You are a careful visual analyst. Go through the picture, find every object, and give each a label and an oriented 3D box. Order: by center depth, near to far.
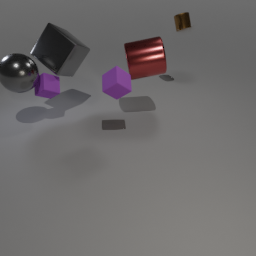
[{"bbox_3d":[-0.374,-1.487,9.289,0.700,0.700,0.700,-25,55,35],"label":"cube"},{"bbox_3d":[-3.916,-1.957,10.030,1.400,1.400,1.400,0,31,0],"label":"ball"},{"bbox_3d":[0.651,-2.648,10.678,1.400,1.400,1.400,-11,31,2],"label":"cylinder"},{"bbox_3d":[-3.096,-1.604,10.730,0.700,0.700,0.700,-18,-18,40],"label":"cube"},{"bbox_3d":[-2.616,-3.004,10.993,1.400,1.400,1.400,39,15,6],"label":"cube"},{"bbox_3d":[2.503,-4.844,12.827,0.700,0.700,0.700,-12,10,2],"label":"cylinder"}]
